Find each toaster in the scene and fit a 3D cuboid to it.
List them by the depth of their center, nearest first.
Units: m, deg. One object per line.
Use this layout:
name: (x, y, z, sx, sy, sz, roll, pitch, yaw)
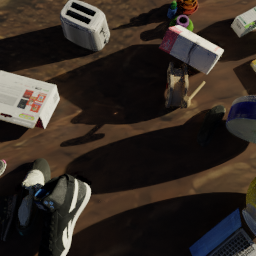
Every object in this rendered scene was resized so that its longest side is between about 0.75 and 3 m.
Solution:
toaster: (-1.748, -4.018, 10.885, 2.131, 1.376, 1.211, 27, 74, 8)

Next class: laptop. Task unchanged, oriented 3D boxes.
laptop: (3.133, 3.889, 8.555, 1.973, 1.221, 2.107, -34, 76, -9)

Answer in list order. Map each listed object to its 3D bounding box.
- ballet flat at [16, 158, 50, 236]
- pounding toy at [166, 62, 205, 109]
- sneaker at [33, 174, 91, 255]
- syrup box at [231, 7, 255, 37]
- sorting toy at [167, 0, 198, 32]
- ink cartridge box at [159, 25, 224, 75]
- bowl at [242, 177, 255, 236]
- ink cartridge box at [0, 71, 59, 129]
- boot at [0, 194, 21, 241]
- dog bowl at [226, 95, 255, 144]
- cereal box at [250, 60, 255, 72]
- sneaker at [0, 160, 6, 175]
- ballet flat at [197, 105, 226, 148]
ballet flat: (-3.128, 2.206, 9.245, 0.873, 0.878, 2.567, 4, 73, 2)
pounding toy: (2.051, -1.391, 10.265, 1.247, 1.243, 2.174, 4, 54, 1)
sneaker: (-2.431, 2.803, 8.563, 1.079, 1.651, 2.952, 3, 62, 41)
syrup box: (5.096, -4.433, 11.396, 1.594, 0.649, 0.628, -30, 76, -8)
sorting toy: (2.232, -4.759, 11.411, 1.168, 0.798, 1.944, 14, 74, 4)
ink cartridge box: (2.389, -2.948, 10.442, 2.045, 0.847, 1.499, 33, 31, 9)
bowl: (4.280, 2.592, 8.379, 1.317, 2.447, 2.447, -26, 75, -2)
ink cartridge box: (-3.865, -0.823, 9.956, 2.172, 0.911, 1.907, 16, 60, 5)
boot: (-4.249, 2.887, 9.209, 1.117, 0.543, 1.484, 5, 69, 0)
dog bowl: (4.430, -0.187, 9.315, 2.143, 2.143, 0.844, 23, 76, 7)
cereal box: (5.548, -2.214, 10.915, 0.948, 0.260, 1.317, -25, 75, -7)
sneaker: (-4.768, 1.538, 9.632, 1.197, 0.524, 0.442, -39, 77, -11)
ballet flat: (3.024, -0.110, 10.256, 0.609, 0.521, 1.833, 22, 67, 35)
